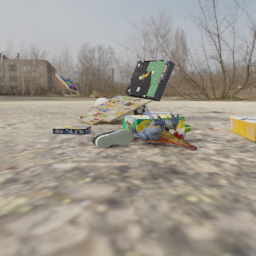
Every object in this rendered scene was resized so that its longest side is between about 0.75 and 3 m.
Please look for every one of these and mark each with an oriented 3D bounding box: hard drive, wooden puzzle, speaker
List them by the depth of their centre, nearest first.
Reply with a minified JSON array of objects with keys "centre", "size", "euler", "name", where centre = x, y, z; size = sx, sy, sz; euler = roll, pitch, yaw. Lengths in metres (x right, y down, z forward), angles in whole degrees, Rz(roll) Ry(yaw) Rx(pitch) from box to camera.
[{"centre":[-1.849,-1.380,8.770],"size":[0.698,0.174,0.754],"euler":[45,5,19],"name":"wooden puzzle"},{"centre":[0.994,-2.342,13.644],"size":[0.517,1.909,2.732],"euler":[22,-1,-30],"name":"hard drive"},{"centre":[-0.470,-1.012,14.381],"size":[2.615,1.062,1.062],"euler":[5,8,37],"name":"speaker"}]

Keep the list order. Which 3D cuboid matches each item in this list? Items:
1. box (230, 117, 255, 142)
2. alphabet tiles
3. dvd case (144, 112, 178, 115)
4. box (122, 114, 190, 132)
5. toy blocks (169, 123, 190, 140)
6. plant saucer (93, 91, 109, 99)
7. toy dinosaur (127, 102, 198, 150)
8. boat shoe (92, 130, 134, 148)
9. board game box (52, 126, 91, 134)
[{"centre":[4.162,-0.018,8.429],"size":[1.619,0.564,2.719],"euler":[1,5,6],"name":"box"},{"centre":[-0.786,-0.851,12.624],"size":[2.943,0.111,2.460],"euler":[-27,27,-33],"name":"alphabet tiles"},{"centre":[1.944,-0.858,16.662],"size":[2.042,0.179,1.457],"euler":[1,7,9],"name":"dvd case"},{"centre":[1.020,-0.197,9.965],"size":[2.151,0.520,1.262],"euler":[-1,7,-24],"name":"box"},{"centre":[1.136,0.178,7.458],"size":[0.956,0.478,0.654],"euler":[1,18,20],"name":"toy blocks"},{"centre":[-2.072,-2.641,25.952],"size":[2.809,0.414,2.809],"euler":[28,-2,1],"name":"plant saucer"},{"centre":[0.505,0.203,6.947],"size":[0.967,1.841,1.671],"euler":[-21,-18,-32],"name":"toy dinosaur"},{"centre":[-0.354,0.234,6.815],"size":[1.091,0.412,0.329],"euler":[-4,14,-35],"name":"boat shoe"},{"centre":[-1.801,0.066,9.092],"size":[1.065,0.184,0.721],"euler":[1,7,9],"name":"board game box"}]
